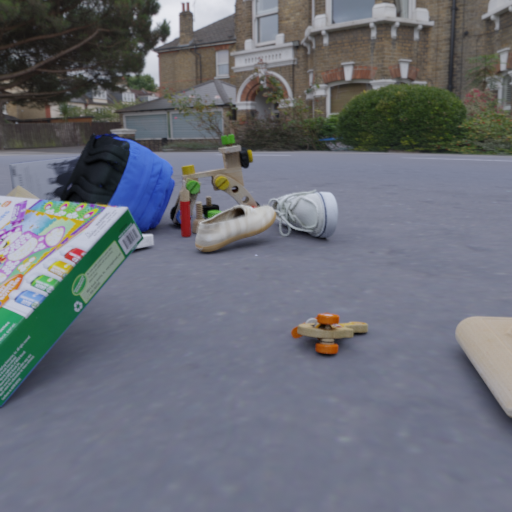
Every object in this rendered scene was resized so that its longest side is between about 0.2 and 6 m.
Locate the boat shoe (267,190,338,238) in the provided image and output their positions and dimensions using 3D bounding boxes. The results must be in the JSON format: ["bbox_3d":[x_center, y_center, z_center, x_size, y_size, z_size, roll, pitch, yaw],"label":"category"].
[{"bbox_3d":[0.896,-1.035,13.050,1.250,1.083,2.933,-2,12,-13],"label":"boat shoe"}]

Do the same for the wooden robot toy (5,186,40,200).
[{"bbox_3d":[-3.160,0.294,8.007,1.314,1.276,2.896,38,14,-40],"label":"wooden robot toy"}]

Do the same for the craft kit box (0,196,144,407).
[{"bbox_3d":[-2.913,0.291,6.285,2.412,0.592,2.442,5,44,31],"label":"craft kit box"}]

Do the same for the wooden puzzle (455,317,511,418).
[{"bbox_3d":[3.286,1.116,5.427,2.209,0.511,2.046,-3,13,6],"label":"wooden puzzle"}]

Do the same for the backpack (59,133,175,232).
[{"bbox_3d":[-3.087,-1.706,13.431,2.229,2.158,2.656,20,-2,-36],"label":"backpack"}]

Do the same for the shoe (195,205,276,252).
[{"bbox_3d":[-0.380,-0.714,11.702,0.764,0.583,2.185,14,31,41],"label":"shoe"}]

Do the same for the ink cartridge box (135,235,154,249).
[{"bbox_3d":[-2.851,-0.269,11.455,1.009,0.256,1.145,2,9,32],"label":"ink cartridge box"}]

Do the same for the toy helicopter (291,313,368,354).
[{"bbox_3d":[0.921,0.888,6.753,1.083,0.427,0.716,2,-1,-42],"label":"toy helicopter"}]

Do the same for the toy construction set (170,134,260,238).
[{"bbox_3d":[-1.154,-1.817,13.763,2.399,2.210,2.876,2,16,14],"label":"toy construction set"}]

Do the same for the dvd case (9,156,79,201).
[{"bbox_3d":[-5.529,-1.831,15.060,2.010,1.510,0.249,-5,7,4],"label":"dvd case"}]
